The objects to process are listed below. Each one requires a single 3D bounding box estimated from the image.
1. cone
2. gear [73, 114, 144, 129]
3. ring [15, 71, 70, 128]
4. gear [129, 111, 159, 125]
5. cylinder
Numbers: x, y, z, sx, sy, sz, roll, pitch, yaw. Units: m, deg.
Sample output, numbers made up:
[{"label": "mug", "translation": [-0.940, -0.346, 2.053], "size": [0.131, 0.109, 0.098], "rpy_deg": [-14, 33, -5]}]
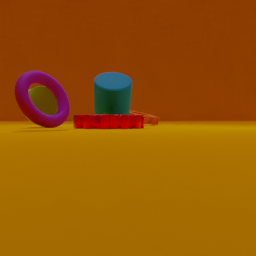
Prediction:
[{"label": "cone", "translation": [-2.777, -0.453, 8.812], "size": [1.280, 1.280, 1.285], "rpy_deg": [-1, -18, -30]}, {"label": "gear", "translation": [-0.541, -0.180, 7.893], "size": [1.948, 0.360, 1.948], "rpy_deg": [0, 2, 0]}, {"label": "ring", "translation": [-1.812, -0.622, 6.042], "size": [0.264, 1.320, 1.320], "rpy_deg": [-26, -13, 32]}, {"label": "gear", "translation": [0.486, -0.487, 12.413], "size": [1.760, 0.326, 1.760], "rpy_deg": [11, 8, -2]}, {"label": "cylinder", "translation": [-0.535, -1.080, 9.672], "size": [1.275, 1.275, 1.275], "rpy_deg": [3, 37, -2]}]
